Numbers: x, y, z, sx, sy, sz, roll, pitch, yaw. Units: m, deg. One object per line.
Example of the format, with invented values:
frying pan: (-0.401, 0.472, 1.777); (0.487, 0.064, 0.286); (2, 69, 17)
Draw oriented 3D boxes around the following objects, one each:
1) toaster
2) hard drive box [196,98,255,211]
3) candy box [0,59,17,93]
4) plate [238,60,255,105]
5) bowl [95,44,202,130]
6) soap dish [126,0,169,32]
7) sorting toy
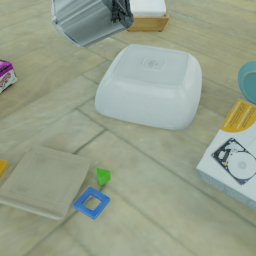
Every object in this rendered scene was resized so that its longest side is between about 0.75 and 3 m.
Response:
toaster: (-0.615, -2.195, 4.837); (1.159, 1.019, 1.794); (-18, 63, 27)
hard drive box: (2.734, 0.703, 5.349); (2.238, 0.859, 1.744); (28, 77, 25)
candy box: (-4.668, -1.522, 8.146); (2.259, 0.689, 1.541); (20, 48, 19)
plate: (2.507, -0.767, 5.316); (0.138, 1.079, 1.079); (-33, 53, -20)
bowl: (0.663, -1.376, 7.784); (2.794, 1.044, 2.798); (13, 45, 12)
soap dish: (0.637, -4.666, 11.172); (1.745, 0.901, 2.218); (0, 44, 0)
sorting toy: (-1.673, 1.097, 5.754); (2.855, 0.389, 1.608); (13, 42, 12)
